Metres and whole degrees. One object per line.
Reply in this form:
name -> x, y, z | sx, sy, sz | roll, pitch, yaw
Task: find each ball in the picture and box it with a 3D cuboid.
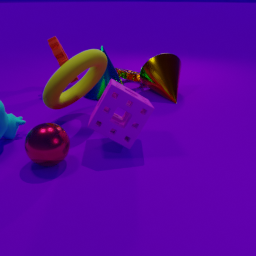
ball -> -1.592, 0.327, 5.564 | 0.873, 0.873, 0.873 | 0, 26, 0

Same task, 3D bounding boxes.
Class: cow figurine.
cow figurine -> -2.865, -0.208, 6.194 | 0.716, 1.304, 1.283 | 17, 38, 7

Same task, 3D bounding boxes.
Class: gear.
gear -> 0.161, -1.950, 10.394 | 1.409, 0.261, 1.409 | 12, 15, -3
gear -> -2.236, -2.346, 9.708 | 0.299, 1.618, 1.618 | -27, 30, -2

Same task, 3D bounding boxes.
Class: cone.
cone -> 1.299, -1.351, 9.109 | 1.507, 1.507, 1.512 | -8, 54, -15
cone -> -0.809, -1.921, 9.262 | 1.554, 1.559, 1.554 | -1, 25, 0

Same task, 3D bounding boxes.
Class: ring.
ring -> -1.306, -1.197, 7.079 | 0.392, 1.961, 1.961 | 48, 39, 5

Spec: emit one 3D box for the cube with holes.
cube with holes -> -0.170, -0.342, 6.141 | 1.002, 1.002, 1.002 | 29, 12, -11
